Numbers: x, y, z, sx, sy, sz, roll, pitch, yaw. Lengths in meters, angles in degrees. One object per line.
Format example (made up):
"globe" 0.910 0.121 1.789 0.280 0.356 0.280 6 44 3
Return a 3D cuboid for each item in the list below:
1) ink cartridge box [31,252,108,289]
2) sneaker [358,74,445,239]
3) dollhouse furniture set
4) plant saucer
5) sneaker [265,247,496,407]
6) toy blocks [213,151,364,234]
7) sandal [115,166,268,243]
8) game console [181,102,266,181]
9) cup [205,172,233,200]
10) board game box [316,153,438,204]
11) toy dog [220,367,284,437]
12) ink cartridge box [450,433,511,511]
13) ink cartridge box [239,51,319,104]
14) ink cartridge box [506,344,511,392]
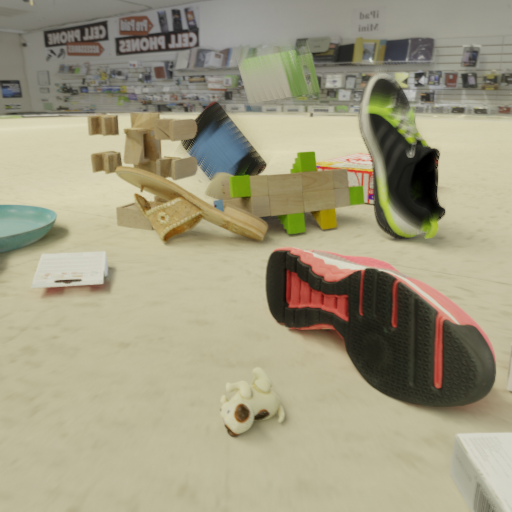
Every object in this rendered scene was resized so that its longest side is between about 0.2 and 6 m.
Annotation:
"ink cartridge box" -2.419 0.258 7.372 0.883 0.273 1.089 -3 25 -12
"sneaker" 2.544 -1.690 9.158 1.043 2.909 1.205 -5 -7 -30
"dollhouse furniture set" -1.888 -1.613 10.301 1.835 1.997 1.300 8 19 24
"plant saucer" -4.634 -0.421 9.266 2.575 0.353 2.575 0 18 0
"sneaker" 1.253 0.429 5.424 1.231 1.046 2.839 -7 19 -30
"toy blocks" 0.317 -1.117 10.303 2.721 1.359 1.860 -9 7 -31
"sandal" -1.218 -0.584 9.060 2.707 0.890 0.993 21 -12 4
"game console" -0.704 -2.091 11.293 0.256 1.647 1.457 -46 11 -37
"cup" -0.637 -1.392 11.169 0.679 0.486 0.679 15 12 -3
"board game box" 2.693 -1.879 13.311 2.235 0.683 2.950 13 22 35
"toy dog" -0.072 1.181 4.310 0.484 0.348 0.499 47 35 17
"ink cartridge box" 2.007 1.427 3.400 1.399 0.352 0.762 0 17 -3
"ink cartridge box" 0.475 -3.467 10.784 1.451 0.753 0.430 -4 35 20
"ink cartridge box" 2.763 0.867 4.930 0.828 0.485 1.146 11 19 32
